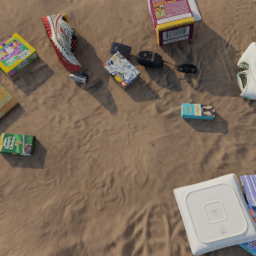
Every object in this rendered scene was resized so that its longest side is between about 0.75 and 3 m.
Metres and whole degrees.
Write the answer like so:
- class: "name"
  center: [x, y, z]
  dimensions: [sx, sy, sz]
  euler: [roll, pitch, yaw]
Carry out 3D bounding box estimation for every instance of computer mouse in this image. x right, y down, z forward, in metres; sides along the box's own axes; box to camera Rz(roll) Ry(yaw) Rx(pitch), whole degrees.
- class: "computer mouse"
  center: [1.579, -2.617, 11.643]
  dimensions: [2.656, 0.452, 0.779]
  euler: [16, 46, 1]

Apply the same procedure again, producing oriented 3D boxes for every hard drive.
- class: "hard drive"
  center: [-0.312, -3.283, 11.883]
  dimensions: [0.876, 0.185, 0.591]
  euler: [16, 87, 3]

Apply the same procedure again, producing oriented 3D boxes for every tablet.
- class: "tablet"
  center: [2.489, -5.691, 12.910]
  dimensions: [1.321, 0.139, 2.030]
  euler: [-10, 69, -4]

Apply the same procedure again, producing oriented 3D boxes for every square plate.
- class: "square plate"
  center: [2.909, 2.814, 9.346]
  dimensions: [2.241, 0.319, 2.219]
  euler: [-16, 64, 3]

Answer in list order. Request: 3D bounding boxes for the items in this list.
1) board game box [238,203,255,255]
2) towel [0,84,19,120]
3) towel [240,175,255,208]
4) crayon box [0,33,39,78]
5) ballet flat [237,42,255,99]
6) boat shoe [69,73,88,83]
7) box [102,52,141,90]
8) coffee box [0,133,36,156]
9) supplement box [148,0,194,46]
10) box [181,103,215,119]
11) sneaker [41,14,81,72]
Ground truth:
- class: "board game box"
  center: [3.798, 3.192, 9.391]
  dimensions: [1.710, 0.385, 1.300]
  euler: [32, 72, 11]
- class: "towel"
  center: [-5.575, -1.138, 11.142]
  dimensions: [2.124, 0.230, 1.558]
  euler: [41, 75, 13]
- class: "towel"
  center: [4.921, 2.107, 9.619]
  dimensions: [1.755, 0.209, 1.271]
  euler: [-4, 46, 4]
- class: "crayon box"
  center: [-4.794, -3.053, 11.736]
  dimensions: [1.317, 0.445, 1.526]
  euler: [42, 75, 13]
- class: "ballet flat"
  center: [4.847, -2.359, 11.320]
  dimensions: [0.879, 0.879, 2.532]
  euler: [5, 73, 2]
- class: "boat shoe"
  center: [-1.989, -2.110, 11.498]
  dimensions: [0.770, 0.287, 0.357]
  euler: [19, 61, 1]
- class: "box"
  center: [-0.279, -2.345, 11.451]
  dimensions: [0.934, 0.272, 1.365]
  euler: [-43, 75, -2]
- class: "coffee box"
  center: [-4.137, 0.612, 10.433]
  dimensions: [1.230, 0.270, 0.756]
  euler: [5, 69, 2]
- class: "supplement box"
  center: [1.761, -4.918, 11.951]
  dimensions: [1.546, 1.219, 2.362]
  euler: [-12, 70, 4]
- class: "box"
  center: [2.709, -0.644, 10.897]
  dimensions: [1.226, 0.301, 0.504]
  euler: [3, 69, 1]
- class: "sneaker"
  center: [-2.575, -3.656, 11.594]
  dimensions: [1.215, 1.151, 2.958]
  euler: [-23, 71, -9]
